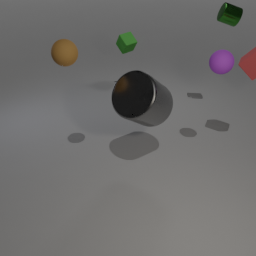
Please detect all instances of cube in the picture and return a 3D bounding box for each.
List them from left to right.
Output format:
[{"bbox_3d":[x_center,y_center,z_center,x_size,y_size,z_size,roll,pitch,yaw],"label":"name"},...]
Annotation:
[{"bbox_3d":[-0.075,-4.267,14.036,0.700,0.700,0.700,-26,78,-27],"label":"cube"},{"bbox_3d":[4.037,-2.070,8.842,0.700,0.700,0.700,47,41,-5],"label":"cube"}]

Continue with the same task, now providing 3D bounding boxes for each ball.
[{"bbox_3d":[-1.661,-1.970,7.345,0.700,0.700,0.700,0,29,0],"label":"ball"},{"bbox_3d":[2.711,-1.911,8.118,0.700,0.700,0.700,0,29,0],"label":"ball"}]

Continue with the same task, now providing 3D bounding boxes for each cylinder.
[{"bbox_3d":[0.448,-0.822,8.278,1.400,1.400,1.400,18,1,30],"label":"cylinder"},{"bbox_3d":[3.874,-4.319,10.673,0.700,0.700,0.700,17,28,-7],"label":"cylinder"}]
